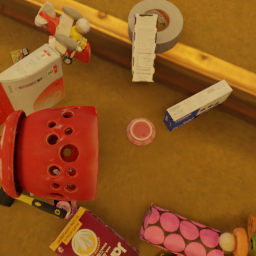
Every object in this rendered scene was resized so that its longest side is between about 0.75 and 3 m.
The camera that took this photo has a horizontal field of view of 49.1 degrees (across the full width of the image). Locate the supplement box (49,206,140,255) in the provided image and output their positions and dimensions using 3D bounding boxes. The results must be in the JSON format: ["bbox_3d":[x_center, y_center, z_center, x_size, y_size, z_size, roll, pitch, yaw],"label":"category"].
[{"bbox_3d":[-1.012,3.876,8.936,2.376,1.226,1.555,35,74,11],"label":"supplement box"}]

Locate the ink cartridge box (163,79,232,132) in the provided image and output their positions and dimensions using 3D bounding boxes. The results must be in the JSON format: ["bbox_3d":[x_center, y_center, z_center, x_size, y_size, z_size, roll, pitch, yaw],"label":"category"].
[{"bbox_3d":[2.589,-0.824,10.594,2.526,1.187,0.558,-27,72,-10],"label":"ink cartridge box"}]

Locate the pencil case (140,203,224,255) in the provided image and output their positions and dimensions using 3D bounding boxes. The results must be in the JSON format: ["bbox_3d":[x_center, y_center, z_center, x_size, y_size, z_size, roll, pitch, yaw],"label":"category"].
[{"bbox_3d":[1.770,3.472,9.177,2.645,1.200,1.239,21,44,5],"label":"pencil case"}]

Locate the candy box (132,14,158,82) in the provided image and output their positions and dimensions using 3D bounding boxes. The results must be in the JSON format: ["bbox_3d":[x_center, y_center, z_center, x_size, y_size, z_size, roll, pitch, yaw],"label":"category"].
[{"bbox_3d":[0.578,-3.030,10.461,0.818,1.917,2.285,2,112,0],"label":"candy box"}]

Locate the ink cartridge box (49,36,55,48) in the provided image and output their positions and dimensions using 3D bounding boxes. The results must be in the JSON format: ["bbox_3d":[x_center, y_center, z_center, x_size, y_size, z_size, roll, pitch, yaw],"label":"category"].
[{"bbox_3d":[-3.121,-3.525,12.011,0.497,0.288,0.853,-2,69,-1],"label":"ink cartridge box"}]

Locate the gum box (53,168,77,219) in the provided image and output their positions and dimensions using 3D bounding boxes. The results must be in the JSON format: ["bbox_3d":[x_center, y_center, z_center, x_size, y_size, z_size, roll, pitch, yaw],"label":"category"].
[{"bbox_3d":[-2.205,2.198,9.619,0.602,1.034,1.822,-11,71,-4],"label":"gum box"}]

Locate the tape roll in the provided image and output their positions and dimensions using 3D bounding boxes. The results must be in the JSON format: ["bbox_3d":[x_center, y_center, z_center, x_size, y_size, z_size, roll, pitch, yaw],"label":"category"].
[{"bbox_3d":[1.154,-4.385,12.056,2.324,0.768,2.324,0,72,0],"label":"tape roll"}]

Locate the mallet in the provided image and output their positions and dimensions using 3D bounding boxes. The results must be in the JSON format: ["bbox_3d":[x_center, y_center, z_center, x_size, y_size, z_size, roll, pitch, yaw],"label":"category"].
[{"bbox_3d":[-3.160,2.297,9.327,2.946,0.606,0.970,3,66,26],"label":"mallet"}]

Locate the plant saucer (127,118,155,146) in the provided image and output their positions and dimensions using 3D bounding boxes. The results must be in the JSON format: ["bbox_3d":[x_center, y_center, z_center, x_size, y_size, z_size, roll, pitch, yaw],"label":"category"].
[{"bbox_3d":[0.505,0.112,10.751,1.115,0.283,1.115,0,70,-1],"label":"plant saucer"}]

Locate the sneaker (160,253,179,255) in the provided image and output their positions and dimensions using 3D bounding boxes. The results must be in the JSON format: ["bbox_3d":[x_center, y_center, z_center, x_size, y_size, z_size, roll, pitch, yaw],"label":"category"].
[{"bbox_3d":[1.015,4.497,9.129,1.567,0.548,0.705,-6,64,-6],"label":"sneaker"}]

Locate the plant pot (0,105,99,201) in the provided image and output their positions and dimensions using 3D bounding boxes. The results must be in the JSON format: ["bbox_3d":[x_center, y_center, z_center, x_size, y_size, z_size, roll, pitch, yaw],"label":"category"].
[{"bbox_3d":[-2.030,0.634,7.581,2.371,2.603,2.603,3,70,-10],"label":"plant pot"}]

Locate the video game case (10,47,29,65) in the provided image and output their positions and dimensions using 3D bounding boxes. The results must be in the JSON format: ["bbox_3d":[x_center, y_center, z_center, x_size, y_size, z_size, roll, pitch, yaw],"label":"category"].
[{"bbox_3d":[-4.562,-2.972,11.917,0.740,0.104,0.819,-20,73,-7],"label":"video game case"}]

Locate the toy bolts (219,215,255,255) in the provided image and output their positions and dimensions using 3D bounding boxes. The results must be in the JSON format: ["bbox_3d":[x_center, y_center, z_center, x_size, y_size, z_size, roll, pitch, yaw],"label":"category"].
[{"bbox_3d":[3.546,3.864,9.004,1.385,1.908,1.997,2,105,11],"label":"toy bolts"}]

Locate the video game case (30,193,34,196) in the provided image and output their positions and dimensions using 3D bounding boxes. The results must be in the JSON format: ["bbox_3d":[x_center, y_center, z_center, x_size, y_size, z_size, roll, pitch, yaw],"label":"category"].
[{"bbox_3d":[-3.282,1.805,10.246,0.944,0.123,1.037,-27,72,-9],"label":"video game case"}]

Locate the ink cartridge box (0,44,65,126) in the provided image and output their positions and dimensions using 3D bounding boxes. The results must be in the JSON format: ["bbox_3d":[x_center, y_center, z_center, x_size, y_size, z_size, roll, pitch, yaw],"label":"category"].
[{"bbox_3d":[-3.180,-0.872,8.351,0.727,2.352,2.899,40,67,9],"label":"ink cartridge box"}]

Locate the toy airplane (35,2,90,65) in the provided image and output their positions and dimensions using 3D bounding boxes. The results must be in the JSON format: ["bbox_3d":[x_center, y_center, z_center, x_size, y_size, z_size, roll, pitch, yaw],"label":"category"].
[{"bbox_3d":[-1.987,-3.273,9.266,1.495,2.109,2.118,-19,90,21],"label":"toy airplane"}]
